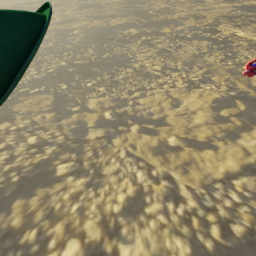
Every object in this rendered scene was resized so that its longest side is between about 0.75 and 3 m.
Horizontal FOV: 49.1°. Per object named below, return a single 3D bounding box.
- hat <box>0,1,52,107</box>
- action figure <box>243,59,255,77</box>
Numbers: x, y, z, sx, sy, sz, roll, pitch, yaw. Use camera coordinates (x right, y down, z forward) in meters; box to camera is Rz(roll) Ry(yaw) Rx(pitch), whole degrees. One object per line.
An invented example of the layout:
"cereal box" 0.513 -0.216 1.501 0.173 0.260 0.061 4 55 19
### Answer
"hat" -2.902 -1.589 4.424 2.365 2.687 2.226 31 -12 -34
"action figure" 3.108 -1.488 6.567 1.207 0.395 0.312 -29 25 -21
